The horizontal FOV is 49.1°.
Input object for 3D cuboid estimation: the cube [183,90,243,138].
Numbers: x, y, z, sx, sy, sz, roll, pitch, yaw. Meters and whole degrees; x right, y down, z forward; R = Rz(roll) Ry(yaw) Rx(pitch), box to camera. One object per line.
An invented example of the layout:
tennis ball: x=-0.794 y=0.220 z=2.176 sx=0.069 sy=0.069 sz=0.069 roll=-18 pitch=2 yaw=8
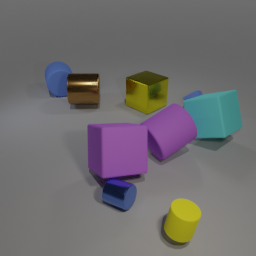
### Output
cube: x=3.035 y=-0.484 z=10.002 sx=1.400 sy=1.400 sz=1.400 roll=-19 pitch=10 yaw=-43

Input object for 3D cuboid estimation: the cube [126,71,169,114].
cube: x=0.861 y=-1.668 z=12.854 sx=1.400 sy=1.400 sz=1.400 roll=-26 pitch=39 yaw=-37

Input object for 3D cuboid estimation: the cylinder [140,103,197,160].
cylinder: x=1.310 y=0.115 z=9.269 sx=1.400 sy=1.400 sz=1.400 roll=-32 pitch=39 yaw=-13

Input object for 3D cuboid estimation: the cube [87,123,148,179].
cube: x=-0.342 y=0.597 z=8.358 sx=1.400 sy=1.400 sz=1.400 roll=-3 pitch=6 yaw=-24

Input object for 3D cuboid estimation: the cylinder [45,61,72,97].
cylinder: x=-3.453 y=-2.496 z=14.204 sx=1.400 sy=1.400 sz=1.400 roll=-10 pitch=33 yaw=-16

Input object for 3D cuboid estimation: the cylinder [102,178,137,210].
cylinder: x=-0.227 y=1.772 z=7.588 sx=0.700 sy=0.700 sz=0.700 roll=12 pitch=32 yaw=30

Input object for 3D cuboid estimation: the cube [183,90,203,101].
cube: x=2.950 y=-1.180 z=12.276 sx=0.700 sy=0.700 sz=0.700 roll=-27 pitch=-8 yaw=27

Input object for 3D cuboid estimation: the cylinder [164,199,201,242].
cylinder: x=1.244 y=2.116 z=6.437 sx=0.700 sy=0.700 sz=0.700 roll=9 pitch=28 yaw=-5

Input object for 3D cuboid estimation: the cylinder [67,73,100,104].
cylinder: x=-1.990 y=-1.777 z=12.744 sx=1.400 sy=1.400 sz=1.400 roll=-1 pitch=30 yaw=-4
